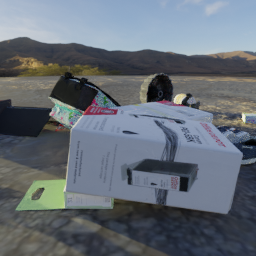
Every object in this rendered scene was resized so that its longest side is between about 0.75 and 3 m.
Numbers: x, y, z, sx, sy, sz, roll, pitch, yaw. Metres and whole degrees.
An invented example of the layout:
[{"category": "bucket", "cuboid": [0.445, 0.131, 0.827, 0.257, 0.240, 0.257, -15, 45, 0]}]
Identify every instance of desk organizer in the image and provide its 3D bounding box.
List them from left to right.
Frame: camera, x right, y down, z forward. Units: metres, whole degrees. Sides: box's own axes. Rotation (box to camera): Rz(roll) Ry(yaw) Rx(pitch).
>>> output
[{"category": "desk organizer", "cuboid": [-5.865, -0.444, 10.925, 1.105, 1.029, 2.870, 1, 13, 14]}]

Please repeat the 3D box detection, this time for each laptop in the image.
[{"category": "laptop", "cuboid": [-3.921, -0.104, 11.406, 2.280, 1.411, 2.435, 4, -14, 15]}]

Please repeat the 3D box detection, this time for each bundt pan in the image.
[{"category": "bundt pan", "cuboid": [1.265, -1.629, 13.076, 1.910, 1.910, 0.717, -12, 20, -40]}]

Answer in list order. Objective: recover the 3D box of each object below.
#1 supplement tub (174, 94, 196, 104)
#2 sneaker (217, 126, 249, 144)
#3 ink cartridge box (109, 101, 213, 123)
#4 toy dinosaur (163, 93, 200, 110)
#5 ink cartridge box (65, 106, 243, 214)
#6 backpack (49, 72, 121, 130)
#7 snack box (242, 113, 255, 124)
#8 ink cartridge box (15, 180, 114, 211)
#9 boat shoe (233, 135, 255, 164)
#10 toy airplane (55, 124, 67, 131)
[{"category": "supplement tub", "cuboid": [3.034, -1.389, 15.095, 0.863, 0.863, 1.196, -3, 14, -10]}, {"category": "sneaker", "cuboid": [2.733, 0.377, 8.010, 0.788, 0.778, 1.984, 21, 15, 39]}, {"category": "ink cartridge box", "cuboid": [0.854, 0.025, 8.319, 2.725, 1.137, 1.978, -10, 24, -39]}, {"category": "toy dinosaur", "cuboid": [2.036, -0.584, 11.517, 2.794, 1.429, 1.075, -16, 50, -14]}, {"category": "ink cartridge box", "cuboid": [0.424, 0.467, 5.428, 2.795, 1.158, 2.052, 8, 16, -1]}, {"category": "backpack", "cuboid": [-1.275, -0.571, 9.298, 2.011, 1.705, 2.265, 22, -2, 38]}, {"category": "snack box", "cuboid": [5.716, -0.414, 12.168, 1.312, 0.348, 0.933, 4, 14, 15]}, {"category": "ink cartridge box", "cuboid": [-1.164, 1.152, 5.622, 1.783, 0.428, 1.298, 1, 14, -3]}, {"category": "boat shoe", "cuboid": [3.413, 0.540, 7.697, 1.908, 0.590, 0.714, -7, 10, -34]}, {"category": "toy airplane", "cuboid": [-1.901, -0.276, 11.388, 2.391, 0.440, 2.391, 1, 14, 0]}]
